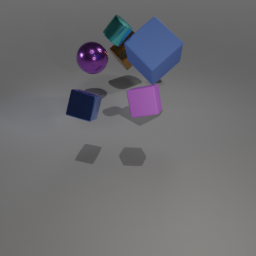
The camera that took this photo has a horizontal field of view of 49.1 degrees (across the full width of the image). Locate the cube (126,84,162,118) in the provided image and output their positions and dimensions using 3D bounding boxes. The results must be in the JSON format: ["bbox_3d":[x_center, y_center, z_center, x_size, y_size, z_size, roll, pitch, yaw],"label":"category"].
[{"bbox_3d":[0.435,-0.704,7.181,0.700,0.700,0.700,-7,11,17],"label":"cube"}]

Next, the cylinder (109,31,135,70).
[{"bbox_3d":[0.031,-3.868,13.937,1.400,1.400,1.400,-42,38,3],"label":"cylinder"}]

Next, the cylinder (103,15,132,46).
[{"bbox_3d":[-0.334,-3.141,9.037,0.700,0.700,0.700,35,26,-20],"label":"cylinder"}]

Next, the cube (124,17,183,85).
[{"bbox_3d":[0.889,-2.635,9.753,1.400,1.400,1.400,-42,78,-3],"label":"cube"}]

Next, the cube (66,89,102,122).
[{"bbox_3d":[-1.180,-0.626,7.602,0.700,0.700,0.700,16,10,6],"label":"cube"}]

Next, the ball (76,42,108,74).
[{"bbox_3d":[-1.578,-3.091,12.385,1.400,1.400,1.400,0,31,0],"label":"ball"}]
